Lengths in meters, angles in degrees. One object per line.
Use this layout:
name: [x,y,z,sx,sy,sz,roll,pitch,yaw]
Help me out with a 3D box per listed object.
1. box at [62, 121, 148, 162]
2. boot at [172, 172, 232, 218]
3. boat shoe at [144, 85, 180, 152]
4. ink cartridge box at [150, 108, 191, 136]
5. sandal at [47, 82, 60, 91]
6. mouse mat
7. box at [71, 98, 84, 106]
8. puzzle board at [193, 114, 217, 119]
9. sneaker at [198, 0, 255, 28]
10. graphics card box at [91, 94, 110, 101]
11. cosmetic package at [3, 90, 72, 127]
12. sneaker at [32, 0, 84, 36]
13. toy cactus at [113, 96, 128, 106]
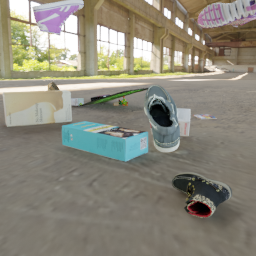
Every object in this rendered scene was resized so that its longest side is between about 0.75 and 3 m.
box: [-0.571,0.244,6.368,1.977,0.486,0.813,9,15,37]
boot: [0.882,0.887,3.810,0.876,0.316,0.662,9,17,36]
boat shoe: [0.809,-0.458,6.747,0.824,0.699,2.263,-8,43,4]
ink cartridge box: [1.134,-0.160,7.502,1.038,0.433,0.753,2,-32,10]
sandal: [-3.601,-1.201,12.560,0.926,1.032,2.815,-34,27,7]
mouse mat: [-0.730,-1.447,13.314,2.885,0.109,2.321,-14,2,36]
box: [-2.841,-1.296,13.691,1.186,0.356,0.691,3,7,14]
puzzle board: [2.875,-0.432,10.511,0.614,0.071,0.815,-2,12,-8]
sneaker: [3.423,-3.717,9.315,2.092,0.841,0.925,-9,-13,25]
graphics card box: [-1.483,-1.621,15.300,0.744,0.301,1.185,-5,11,16]
cosmetic package: [-2.986,-0.687,9.316,2.084,1.096,0.741,-8,14,-26]
sneaker: [-2.245,-3.697,9.430,1.845,1.052,0.669,-27,29,-29]
toy cactus: [-0.370,-1.262,13.756,0.712,0.441,0.862,-13,23,-12]
